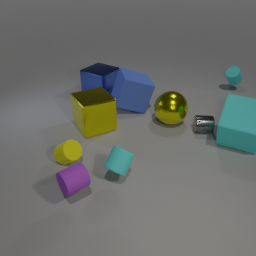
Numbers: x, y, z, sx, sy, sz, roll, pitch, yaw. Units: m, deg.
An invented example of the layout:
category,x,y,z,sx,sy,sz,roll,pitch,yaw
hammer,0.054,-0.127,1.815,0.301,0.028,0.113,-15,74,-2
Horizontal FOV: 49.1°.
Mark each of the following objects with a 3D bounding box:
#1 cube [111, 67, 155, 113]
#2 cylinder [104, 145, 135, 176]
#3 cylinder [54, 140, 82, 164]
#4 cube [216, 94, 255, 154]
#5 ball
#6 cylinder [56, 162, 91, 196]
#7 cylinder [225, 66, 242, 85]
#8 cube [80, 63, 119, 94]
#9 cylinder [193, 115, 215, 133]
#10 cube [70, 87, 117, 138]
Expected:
category,x,y,z,sx,sy,sz,roll,pitch,yaw
cube,0.187,-1.689,12.564,1.400,1.400,1.400,10,29,-19
cylinder,-0.256,0.972,8.359,0.700,0.700,0.700,26,-5,3
cylinder,-2.004,0.806,9.330,0.700,0.700,0.700,-23,9,46
cube,4.042,-0.144,9.953,1.400,1.400,1.400,15,64,23
ball,1.775,-0.825,11.504,1.400,1.400,1.400,0,32,0
cylinder,-1.492,1.392,7.641,0.700,0.700,0.700,-24,39,-31
cylinder,5.386,-2.648,14.236,0.700,0.700,0.700,-17,53,23
cube,-1.340,-2.250,13.777,1.400,1.400,1.400,20,37,29
cylinder,3.004,-0.154,11.110,0.700,0.700,0.700,2,32,4
cube,-1.364,-0.660,11.257,1.400,1.400,1.400,-16,36,-23
